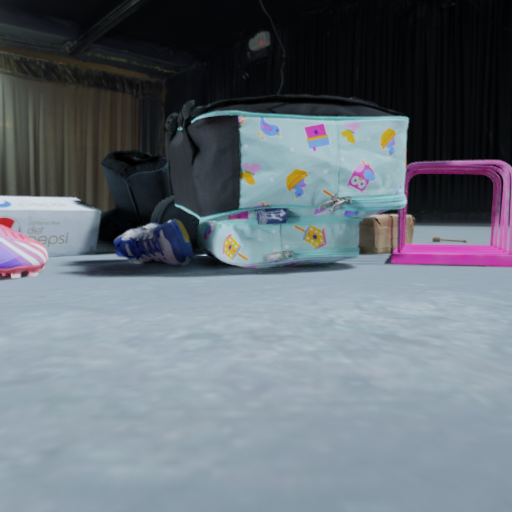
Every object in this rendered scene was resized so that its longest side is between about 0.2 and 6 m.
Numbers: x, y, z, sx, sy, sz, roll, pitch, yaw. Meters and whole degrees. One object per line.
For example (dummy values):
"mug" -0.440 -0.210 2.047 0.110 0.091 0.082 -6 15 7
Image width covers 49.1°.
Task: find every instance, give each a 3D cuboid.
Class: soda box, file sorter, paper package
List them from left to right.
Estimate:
"soda box" -4.617 -0.555 10.688 1.066 0.996 3.129 23 19 37
"paper package" 2.421 -0.512 12.550 1.554 0.844 1.631 -4 7 -45
"file sorter" 3.614 -0.813 10.400 1.959 1.768 2.819 2 5 16

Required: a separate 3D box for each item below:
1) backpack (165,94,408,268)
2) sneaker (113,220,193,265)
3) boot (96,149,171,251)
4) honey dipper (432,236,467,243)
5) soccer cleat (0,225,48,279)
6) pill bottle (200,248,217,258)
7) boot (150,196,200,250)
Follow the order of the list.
"backpack" 0.595 -1.240 9.091 3.626 2.780 3.188 -12 9 -16
"sneaker" -1.741 -0.120 9.277 0.909 0.776 2.062 -18 8 -27
"boot" -2.968 -1.249 12.320 2.706 2.273 1.033 4 40 18
"honey dipper" 5.668 -0.456 16.410 0.958 0.182 0.182 5 6 22
"soccer cleat" -3.418 -0.153 7.177 0.821 0.942 2.463 1 5 9
"pill bottle" -0.739 -0.265 10.714 0.586 0.586 1.054 -2 -3 -21
"boot" -0.368 -0.643 11.620 2.614 1.188 3.111 6 13 23
